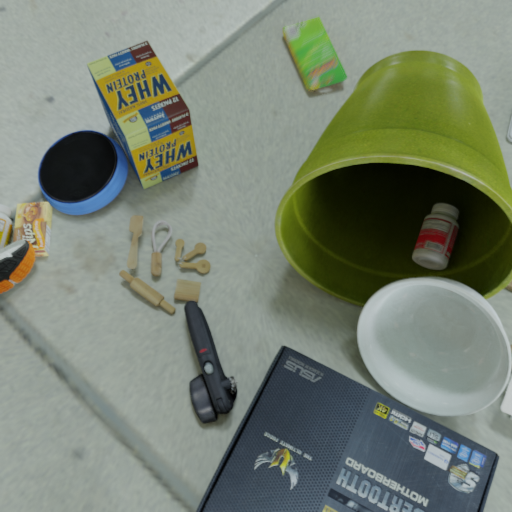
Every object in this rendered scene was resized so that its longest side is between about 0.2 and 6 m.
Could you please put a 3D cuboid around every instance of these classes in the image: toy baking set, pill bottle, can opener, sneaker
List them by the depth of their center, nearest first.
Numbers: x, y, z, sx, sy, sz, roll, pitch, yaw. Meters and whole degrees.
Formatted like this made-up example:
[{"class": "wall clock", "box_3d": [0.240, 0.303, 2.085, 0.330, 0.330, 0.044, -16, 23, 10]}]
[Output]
[{"class": "can opener", "box_3d": [-0.808, 1.626, 9.007, 0.785, 0.633, 1.996, -15, 67, -6]}, {"class": "pill bottle", "box_3d": [3.051, -0.334, 9.423, 0.581, 0.581, 1.035, 20, 75, 9]}, {"class": "sneaker", "box_3d": [-4.776, 0.306, 9.500, 2.060, 0.780, 0.947, -40, 65, -11]}, {"class": "toy baking set", "box_3d": [-1.666, 0.126, 9.892, 1.856, 0.216, 1.424, 31, 65, 5]}, {"class": "pill bottle", "box_3d": [-4.667, -0.428, 9.984, 0.533, 0.533, 0.945, 2, 66, 1]}]

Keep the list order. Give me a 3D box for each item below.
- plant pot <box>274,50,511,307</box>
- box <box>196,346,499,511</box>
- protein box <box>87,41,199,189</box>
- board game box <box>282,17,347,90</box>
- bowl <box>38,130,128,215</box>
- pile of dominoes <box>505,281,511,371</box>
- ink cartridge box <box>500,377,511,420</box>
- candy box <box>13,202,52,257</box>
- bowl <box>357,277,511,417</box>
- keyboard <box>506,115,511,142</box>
[{"class": "plant pot", "box_3d": [2.414, -1.439, 9.119, 3.532, 3.532, 3.401, 14, 56, 6]}, {"class": "box", "box_3d": [1.298, 3.331, 8.081, 3.527, 0.900, 2.781, 26, 69, 11]}, {"class": "protein box", "box_3d": [-2.026, -2.530, 10.262, 1.186, 1.745, 1.758, -26, 68, -11]}, {"class": "board game box", "box_3d": [1.230, -4.235, 11.819, 0.841, 0.264, 1.761, -17, 66, -4]}, {"class": "bowl", "box_3d": [-3.274, -1.603, 10.475, 1.709, 0.335, 1.709, -4, 68, 9]}, {"class": "pile of dominoes", "box_3d": [4.869, 0.563, 9.497, 3.868, 0.616, 3.015, 26, 68, 11]}, {"class": "ink cartridge box", "box_3d": [4.638, 2.309, 8.652, 1.652, 0.558, 0.962, 24, 80, 9]}, {"class": "candy box", "box_3d": [-4.044, -0.476, 10.143, 0.574, 0.275, 0.995, -4, 67, -2]}, {"class": "bowl", "box_3d": [2.800, 1.221, 8.613, 2.288, 2.288, 1.028, 39, 38, 16]}, {"class": "keyboard", "box_3d": [7.653, -2.092, 10.933, 5.271, 0.281, 1.484, 19, 72, 8]}]
